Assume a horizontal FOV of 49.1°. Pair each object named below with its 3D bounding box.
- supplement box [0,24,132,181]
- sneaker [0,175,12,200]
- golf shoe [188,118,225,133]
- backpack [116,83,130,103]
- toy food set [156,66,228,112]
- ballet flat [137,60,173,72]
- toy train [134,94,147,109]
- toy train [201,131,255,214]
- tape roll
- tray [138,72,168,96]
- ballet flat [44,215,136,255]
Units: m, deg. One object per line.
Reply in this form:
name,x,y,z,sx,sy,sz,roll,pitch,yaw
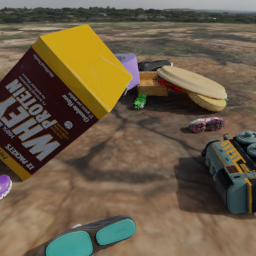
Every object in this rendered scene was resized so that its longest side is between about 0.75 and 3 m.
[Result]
supplement box,-1.471,-0.636,5.874,2.398,1.592,2.365,-37,13,24
sneaker,-2.559,1.078,4.862,0.461,0.506,1.145,14,27,30
golf shoe,2.150,-0.138,7.659,1.004,0.364,0.462,-6,25,-13
backpack,-0.473,-1.406,9.117,0.738,0.871,0.981,-31,71,-35
toy food set,2.202,-1.458,9.701,2.639,0.642,2.612,24,22,13
ballet flat,1.330,-2.934,13.696,2.370,0.673,0.788,-15,2,-40
toy train,0.444,-0.892,9.427,0.323,0.239,1.144,5,26,10
toy train,2.139,0.740,5.262,1.187,0.887,2.082,-9,25,3
tape roll,-0.741,-2.050,10.611,2.294,0.975,2.294,-9,26,4
tray,0.937,-1.795,11.214,1.114,0.418,2.259,0,24,1
ballet flat,-0.520,1.551,4.004,1.300,0.475,0.475,-14,27,-14
